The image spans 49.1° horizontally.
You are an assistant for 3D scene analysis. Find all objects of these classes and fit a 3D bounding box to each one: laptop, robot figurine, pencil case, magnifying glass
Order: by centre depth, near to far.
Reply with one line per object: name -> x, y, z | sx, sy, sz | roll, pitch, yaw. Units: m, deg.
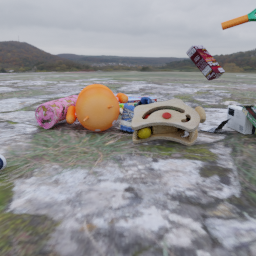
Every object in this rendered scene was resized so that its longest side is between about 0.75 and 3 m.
magnifying glass -> 3.970, -3.513, 8.736 | 2.035, 0.810, 0.228 | -13, -21, 25
laptop -> 3.205, -0.133, 10.263 | 0.809, 0.469, 0.757 | 13, 19, 40
robot figurine -> -1.182, -0.783, 10.559 | 2.013, 1.632, 2.798 | 17, 10, -12
pencil case -> -2.690, -0.694, 11.312 | 0.987, 1.032, 2.385 | 10, 17, 18

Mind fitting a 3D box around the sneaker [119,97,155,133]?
sneaker -> 0.925, -0.582, 10.574 | 2.773, 1.181, 1.068 | -11, 18, -38

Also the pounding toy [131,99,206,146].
pounding toy -> 1.410, 0.102, 8.987 | 2.635, 1.512, 1.507 | -11, 44, -6

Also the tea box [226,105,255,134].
tea box -> 4.498, -0.337, 10.273 | 1.239, 0.841, 1.259 | -3, 15, -9

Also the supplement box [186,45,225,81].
supplement box -> 2.208, -1.877, 7.992 | 0.587, 1.079, 0.328 | -19, -21, -45

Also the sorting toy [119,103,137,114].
sorting toy -> 0.293, -1.034, 13.931 | 1.902, 0.375, 2.054 | -4, 15, -17

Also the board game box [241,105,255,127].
board game box -> 4.525, -0.058, 8.806 | 1.032, 0.231, 1.969 | -1, 41, -14

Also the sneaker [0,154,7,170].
sneaker -> -3.468, 0.863, 6.403 | 1.267, 0.444, 0.687 | -2, 8, 20

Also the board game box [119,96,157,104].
board game box -> 0.406, -1.671, 16.696 | 2.346, 0.228, 1.208 | -6, 17, -21
